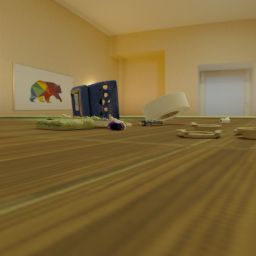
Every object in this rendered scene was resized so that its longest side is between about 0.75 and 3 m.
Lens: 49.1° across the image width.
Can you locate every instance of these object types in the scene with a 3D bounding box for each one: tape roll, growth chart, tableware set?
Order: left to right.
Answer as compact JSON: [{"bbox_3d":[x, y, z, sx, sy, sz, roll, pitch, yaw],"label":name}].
[{"bbox_3d":[-1.252,-0.275,10.946,2.367,0.210,1.713,4,-7,25],"label":"growth chart"},{"bbox_3d":[1.865,-0.954,13.873,2.256,0.789,2.256,-18,-10,-4],"label":"tape roll"},{"bbox_3d":[2.537,0.044,7.051,2.574,0.299,2.150,1,3,18],"label":"tableware set"}]

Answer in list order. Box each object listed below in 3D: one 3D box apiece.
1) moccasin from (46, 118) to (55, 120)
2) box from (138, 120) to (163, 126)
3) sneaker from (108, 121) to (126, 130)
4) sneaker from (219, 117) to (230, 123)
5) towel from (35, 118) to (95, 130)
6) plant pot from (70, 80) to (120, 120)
[{"bbox_3d":[-3.567,-0.270,12.928,0.909,0.332,0.351,-10,5,40],"label":"moccasin"},{"bbox_3d":[0.997,-0.221,12.340,0.702,0.203,0.883,7,8,41],"label":"box"},{"bbox_3d":[-0.475,-0.074,9.275,0.413,0.289,0.831,-4,5,-43],"label":"sneaker"},{"bbox_3d":[5.310,-0.430,15.480,0.515,0.328,0.891,4,5,12],"label":"sneaker"},{"bbox_3d":[-2.289,-0.152,10.010,1.488,0.366,2.006,-4,5,-44],"label":"towel"},{"bbox_3d":[-2.017,-1.467,16.317,2.186,2.432,2.432,-8,7,-27],"label":"plant pot"}]
